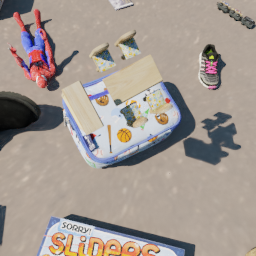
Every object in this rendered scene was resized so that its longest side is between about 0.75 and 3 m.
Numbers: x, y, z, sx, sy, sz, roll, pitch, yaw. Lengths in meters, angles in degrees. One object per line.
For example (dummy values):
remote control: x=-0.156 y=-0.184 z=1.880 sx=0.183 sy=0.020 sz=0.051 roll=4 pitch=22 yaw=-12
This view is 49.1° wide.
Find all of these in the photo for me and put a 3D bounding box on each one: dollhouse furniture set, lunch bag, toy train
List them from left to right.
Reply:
dollhouse furniture set: x=-0.133 y=-0.482 z=3.453 sx=1.250 sy=0.830 sz=1.096 roll=-30 pitch=100 yaw=-11
lunch bag: x=-0.230 y=-0.353 z=6.626 sx=2.587 sy=0.977 sz=2.073 roll=-23 pitch=77 yaw=-18
toy train: x=3.549 y=-3.774 z=9.237 sx=0.341 sy=0.254 sz=1.490 roll=-35 pitch=67 yaw=-22

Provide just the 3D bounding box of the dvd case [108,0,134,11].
dvd case: x=-0.308 y=-4.453 z=9.727 sx=0.683 sy=0.073 sz=0.919 roll=-22 pitch=63 yaw=-12

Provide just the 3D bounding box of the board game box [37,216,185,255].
board game box: x=-0.441 y=2.928 z=5.265 sx=2.753 sy=0.474 sz=1.863 roll=11 pitch=61 yaw=6

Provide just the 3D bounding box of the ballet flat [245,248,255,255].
ballet flat: x=3.170 y=2.294 z=5.497 sx=2.043 sy=0.667 sz=0.720 roll=-34 pitch=79 yaw=-17

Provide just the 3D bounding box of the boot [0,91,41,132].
boot: x=-3.472 y=0.223 z=6.478 sx=2.647 sy=0.996 sz=1.979 roll=-2 pitch=53 yaw=11

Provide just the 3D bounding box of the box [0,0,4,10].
box: x=-5.183 y=-4.531 z=8.940 sx=1.844 sy=1.514 sz=1.530 roll=0 pitch=60 yaw=0

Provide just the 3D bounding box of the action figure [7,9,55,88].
action figure: x=-2.738 y=-2.501 z=7.879 sx=0.971 sy=1.472 sz=2.975 roll=-16 pitch=64 yaw=-9

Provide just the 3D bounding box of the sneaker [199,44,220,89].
sneaker: x=2.299 y=-1.786 z=7.877 sx=0.532 sy=0.630 sz=1.441 roll=3 pitch=60 yaw=2
